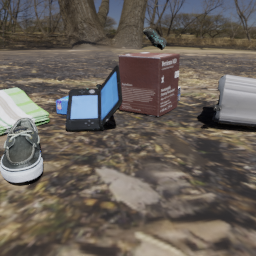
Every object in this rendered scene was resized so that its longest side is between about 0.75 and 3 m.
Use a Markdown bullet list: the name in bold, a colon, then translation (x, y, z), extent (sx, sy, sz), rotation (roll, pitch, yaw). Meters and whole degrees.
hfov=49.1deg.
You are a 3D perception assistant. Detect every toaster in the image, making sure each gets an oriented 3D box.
- **toaster**: translation (3.732, -0.875, 9.022), extent (1.752, 1.542, 2.713), rotation (9, 14, 18)

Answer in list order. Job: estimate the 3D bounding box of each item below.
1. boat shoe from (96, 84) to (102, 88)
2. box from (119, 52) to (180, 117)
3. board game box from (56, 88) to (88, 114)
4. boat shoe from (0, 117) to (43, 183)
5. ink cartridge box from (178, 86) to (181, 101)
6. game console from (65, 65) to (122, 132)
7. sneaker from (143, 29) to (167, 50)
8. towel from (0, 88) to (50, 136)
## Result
- **boat shoe**: translation (-1.282, -2.206, 14.807), extent (0.866, 0.287, 0.324), rotation (7, 20, 18)
- **box**: translation (0.816, -1.730, 10.689), extent (1.736, 2.115, 1.754), rotation (12, 23, 31)
- **board game box**: translation (-1.350, -1.034, 11.046), extent (1.869, 0.553, 2.458), rotation (7, 21, 19)
- **boat shoe**: translation (-2.506, 0.391, 6.484), extent (0.899, 0.884, 2.494), rotation (-7, 21, -20)
- **ink cartridge box**: translation (2.029, -1.414, 12.033), extent (0.248, 0.630, 1.267), rotation (10, 23, 26)
- **game console**: translation (-1.116, -0.990, 8.937), extent (1.774, 1.174, 2.017), rotation (-2, 45, -4)
- **sneaker**: translation (1.057, -3.508, 11.061), extent (1.093, 0.433, 0.412), rotation (28, -23, -17)
- **towel**: translation (-4.286, -0.559, 8.739), extent (2.231, 0.459, 2.990), rotation (38, 37, 26)
